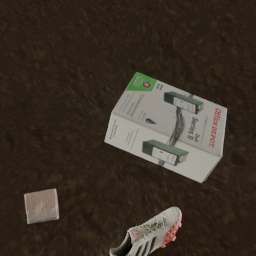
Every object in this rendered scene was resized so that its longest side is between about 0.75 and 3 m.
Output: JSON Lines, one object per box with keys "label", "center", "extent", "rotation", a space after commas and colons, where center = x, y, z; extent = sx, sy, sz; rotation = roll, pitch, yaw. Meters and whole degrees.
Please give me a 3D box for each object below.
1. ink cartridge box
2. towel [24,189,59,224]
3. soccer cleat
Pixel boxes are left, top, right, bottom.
{"label": "ink cartridge box", "center": [1.120, -0.096, 7.782], "extent": [2.886, 1.213, 2.106], "rotation": [22, 45, 4]}
{"label": "towel", "center": [-2.550, 2.311, 8.268], "extent": [0.935, 0.151, 0.893], "rotation": [-9, 77, -4]}
{"label": "soccer cleat", "center": [0.514, 2.938, 7.659], "extent": [2.291, 0.786, 0.976], "rotation": [-41, 119, -4]}
